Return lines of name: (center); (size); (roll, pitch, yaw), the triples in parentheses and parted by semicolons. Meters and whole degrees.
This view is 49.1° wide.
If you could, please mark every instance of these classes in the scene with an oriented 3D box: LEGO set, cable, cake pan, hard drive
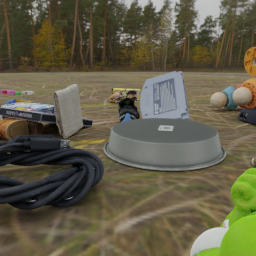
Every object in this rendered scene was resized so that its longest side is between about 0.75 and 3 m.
LEGO set: (-4.846, -1.343, 12.745); (0.742, 0.689, 1.807); (8, 9, 17)
cable: (-1.721, 0.692, 4.443); (2.555, 0.649, 2.085); (1, 18, -31)
cake pan: (0.825, 0.246, 6.490); (2.779, 0.510, 2.779); (0, 14, 0)
hard drive: (4.656, -0.313, 8.915); (1.369, 0.429, 2.029); (-4, 14, -16)

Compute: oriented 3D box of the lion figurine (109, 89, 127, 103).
lion figurine: (-0.603, -1.540, 13.774); (0.910, 0.538, 1.485); (-7, 15, 27)

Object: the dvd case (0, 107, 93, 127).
dvd case: (-2.300, -0.302, 8.148); (1.610, 0.265, 2.142); (8, 0, 28)

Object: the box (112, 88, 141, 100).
box: (-0.101, -1.763, 14.594); (1.518, 0.571, 0.380); (5, 14, 23)

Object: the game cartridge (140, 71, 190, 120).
game cartridge: (1.066, -0.839, 8.487); (1.402, 0.437, 2.105); (-16, 44, 21)

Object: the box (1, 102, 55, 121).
box: (-3.768, -0.639, 10.356); (1.899, 0.379, 1.300); (9, 16, 32)

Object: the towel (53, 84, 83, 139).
towel: (-1.563, -0.444, 7.416); (0.226, 1.313, 0.870); (10, 27, 25)

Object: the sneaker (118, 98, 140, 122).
sneaker: (0.049, -0.591, 9.158); (0.734, 0.858, 2.070); (1, 14, 0)

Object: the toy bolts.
toy bolts: (4.268, -1.644, 10.814); (1.730, 2.382, 2.494); (-11, -13, -14)

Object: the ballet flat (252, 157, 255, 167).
ballet flat: (2.638, 0.636, 5.479); (0.854, 0.289, 0.309); (-9, -4, -34)

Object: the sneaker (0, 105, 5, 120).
sneaker: (-4.720, -0.496, 8.638); (1.177, 1.018, 2.688); (-15, 20, -32)

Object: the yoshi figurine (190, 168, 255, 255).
yoshi figurine: (1.274, 0.937, 2.401); (1.217, 1.213, 2.166); (20, 26, 38)

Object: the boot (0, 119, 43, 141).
boot: (-3.072, 0.063, 7.082); (1.283, 0.611, 1.658); (4, 1, 7)
